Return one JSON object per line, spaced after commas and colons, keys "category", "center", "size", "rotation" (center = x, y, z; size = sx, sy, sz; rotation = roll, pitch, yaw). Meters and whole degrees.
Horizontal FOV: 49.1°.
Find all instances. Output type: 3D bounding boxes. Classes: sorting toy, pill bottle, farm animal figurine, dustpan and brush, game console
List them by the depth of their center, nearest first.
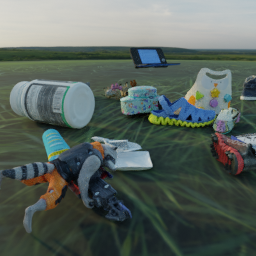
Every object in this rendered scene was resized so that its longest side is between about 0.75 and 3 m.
{"category": "dustpan and brush", "center": [-0.418, 0.408, 7.394], "size": [1.337, 0.383, 0.933], "rotation": [-3, 1, 31]}
{"category": "pill bottle", "center": [-2.689, -0.908, 9.840], "size": [2.728, 1.543, 1.543], "rotation": [9, 19, 27]}
{"category": "sorting toy", "center": [3.411, -1.514, 11.289], "size": [1.940, 1.747, 1.037], "rotation": [3, 20, -2]}
{"category": "game console", "center": [1.160, -3.114, 12.190], "size": [1.743, 1.488, 1.031], "rotation": [-8, -19, -28]}
{"category": "farm animal figurine", "center": [-0.373, -1.800, 14.164], "size": [1.761, 0.886, 1.422], "rotation": [-19, 6, -39]}

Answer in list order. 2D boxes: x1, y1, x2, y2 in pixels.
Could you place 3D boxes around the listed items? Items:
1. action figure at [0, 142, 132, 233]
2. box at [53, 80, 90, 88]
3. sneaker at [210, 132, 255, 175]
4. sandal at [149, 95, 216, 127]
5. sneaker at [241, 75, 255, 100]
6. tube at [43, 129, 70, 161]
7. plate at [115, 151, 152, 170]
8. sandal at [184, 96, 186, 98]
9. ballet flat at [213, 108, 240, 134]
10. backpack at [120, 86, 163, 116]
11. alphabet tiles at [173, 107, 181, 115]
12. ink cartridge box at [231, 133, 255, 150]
{"category": "action figure", "center": [-0.935, 0.862, 4.881], "size": [2.126, 1.149, 2.198], "rotation": [-25, 29, -36]}
{"category": "box", "center": [-3.805, -2.013, 14.825], "size": [2.915, 0.725, 2.298], "rotation": [5, 18, 17]}
{"category": "sneaker", "center": [2.505, 0.565, 6.642], "size": [0.827, 0.598, 1.692], "rotation": [-2, 19, -4]}
{"category": "sandal", "center": [1.896, -0.601, 9.797], "size": [2.325, 1.012, 0.924], "rotation": [4, 15, 7]}
{"category": "sneaker", "center": [6.589, -2.014, 14.075], "size": [1.678, 1.213, 0.638], "rotation": [0, 15, -5]}
{"category": "tube", "center": [-1.773, 0.556, 7.074], "size": [0.713, 0.464, 1.842], "rotation": [-21, 28, -18]}
{"category": "plate", "center": [0.067, 0.791, 6.660], "size": [0.938, 0.152, 0.940], "rotation": [-1, 17, -2]}
{"category": "sandal", "center": [3.198, -1.624, 14.433], "size": [0.778, 0.223, 0.298], "rotation": [2, 17, 7]}
{"category": "ballet flat", "center": [3.374, -0.341, 9.473], "size": [0.644, 0.663, 1.862], "rotation": [17, 24, 32]}
{"category": "backpack", "center": [0.475, -1.025, 10.932], "size": [1.556, 1.171, 1.381], "rotation": [-13, 15, -4]}
{"category": "alphabet tiles", "center": [1.705, -0.693, 11.649], "size": [2.324, 0.088, 1.943], "rotation": [10, 20, 29]}
{"category": "ink cartridge box", "center": [3.712, 0.392, 7.612], "size": [1.607, 0.355, 0.755], "rotation": [-5, 18, -15]}
